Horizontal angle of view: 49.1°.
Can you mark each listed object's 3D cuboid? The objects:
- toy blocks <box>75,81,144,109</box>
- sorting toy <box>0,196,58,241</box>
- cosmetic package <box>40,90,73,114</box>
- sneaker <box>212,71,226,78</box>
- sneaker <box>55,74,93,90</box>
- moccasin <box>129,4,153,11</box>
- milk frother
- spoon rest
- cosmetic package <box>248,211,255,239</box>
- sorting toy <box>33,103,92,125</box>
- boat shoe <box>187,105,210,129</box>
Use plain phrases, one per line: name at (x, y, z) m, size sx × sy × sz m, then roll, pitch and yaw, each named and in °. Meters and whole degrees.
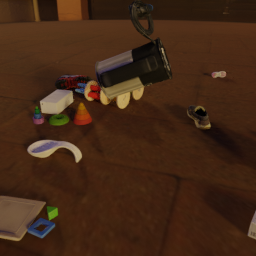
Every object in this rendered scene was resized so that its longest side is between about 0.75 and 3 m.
toy blocks at (-0.949, -1.906, 13.605) m, size 2.732 × 0.992 × 2.277 m, roll 16°, pitch 32°, yaw 29°
sorting toy at (-2.744, 2.101, 6.483) m, size 2.358 × 0.321 × 1.328 m, roll 6°, pitch 23°, yaw 10°
cosmetic package at (-3.186, -1.202, 12.676) m, size 0.809 × 0.568 × 1.595 m, roll 7°, pitch 28°, yaw 14°
sneaker at (5.495, -3.282, 17.055) m, size 0.908 × 0.365 × 0.402 m, roll -5°, pitch 20°, yaw -7°
sneaker at (-2.947, -2.557, 15.178) m, size 2.021 × 0.714 × 0.987 m, roll -9°, pitch 30°, yaw -15°
moccasin at (0.463, -4.788, 11.116) m, size 1.035 × 0.416 × 0.353 m, roll 9°, pitch 38°, yaw 28°
milk frother at (-0.024, -2.403, 8.943) m, size 2.227 × 2.368 × 2.137 m, roll -17°, pitch -7°, yaw 17°
spoon rest at (-2.378, 0.674, 9.031) m, size 1.784 × 0.541 × 0.887 m, roll 8°, pitch 28°, yaw 13°
cosmetic package at (3.592, 2.291, 5.925) m, size 1.808 × 0.458 × 0.746 m, roll 17°, pitch 31°, yaw 30°
sorting toy at (-2.661, -0.621, 11.285) m, size 2.363 × 0.814 × 0.819 m, roll -1°, pitch 27°, yaw -3°
boat shoe at (2.911, -0.596, 11.415) m, size 0.685 × 0.630 × 1.918 m, roll -1°, pitch 27°, yaw -3°
